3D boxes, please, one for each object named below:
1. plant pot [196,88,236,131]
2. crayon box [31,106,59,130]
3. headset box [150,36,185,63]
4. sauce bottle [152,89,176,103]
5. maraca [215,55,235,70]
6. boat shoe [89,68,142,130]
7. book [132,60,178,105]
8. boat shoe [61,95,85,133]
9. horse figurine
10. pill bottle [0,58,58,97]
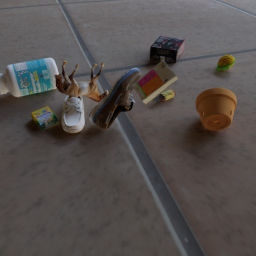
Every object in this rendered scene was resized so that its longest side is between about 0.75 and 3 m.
[{"bbox_3d":[2.566,-0.473,8.140,1.168,1.168,0.818,5,55,6],"label":"plant pot"},{"bbox_3d":[-2.571,-0.341,8.562,0.559,0.229,0.889,-27,44,-24],"label":"crayon box"},{"bbox_3d":[1.769,-3.515,12.351,1.192,0.602,1.604,15,40,18],"label":"headset box"},{"bbox_3d":[1.214,-1.056,9.466,0.891,0.294,0.294,-26,45,-29],"label":"sauce bottle"},{"bbox_3d":[3.915,-2.595,11.265,0.681,0.531,0.994,5,43,41],"label":"maraca"},{"bbox_3d":[-0.193,-0.814,8.304,0.758,0.757,2.095,40,89,18],"label":"boat shoe"},{"bbox_3d":[0.689,-1.225,7.427,1.072,0.258,0.716,-38,56,11],"label":"book"},{"bbox_3d":[-1.708,-0.640,8.591,0.697,0.682,1.968,-3,39,-9],"label":"boat shoe"},{"bbox_3d":[-1.428,-1.369,8.598,1.957,1.297,0.488,-8,33,-37],"label":"horse figurine"},{"bbox_3d":[-3.443,-1.712,9.653,1.981,1.098,1.098,-16,41,-18],"label":"pill bottle"}]
